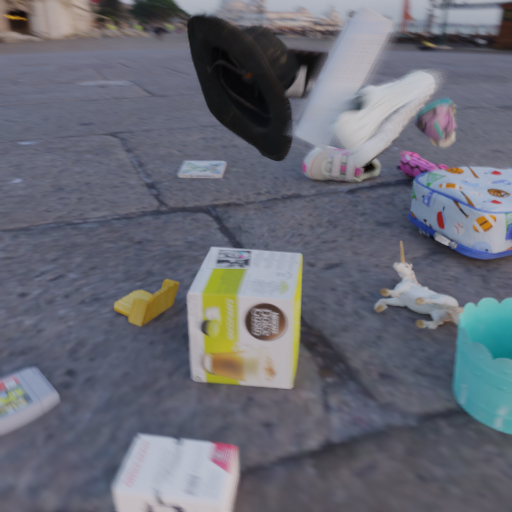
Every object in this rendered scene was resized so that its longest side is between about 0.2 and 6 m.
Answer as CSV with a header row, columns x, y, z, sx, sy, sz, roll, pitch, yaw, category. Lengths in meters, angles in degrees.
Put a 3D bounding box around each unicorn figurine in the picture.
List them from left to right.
x,y,z,sx,sy,sz,roll,pitch,yaw,category
2.324,0.570,8.187,1.196,0.643,1.741,-10,40,-42,unicorn figurine

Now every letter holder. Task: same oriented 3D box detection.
x,y,z,sx,sy,sz,roll,pitch,yaw,category
0.295,-3.700,11.219,1.828,0.919,1.299,-5,22,-26,letter holder

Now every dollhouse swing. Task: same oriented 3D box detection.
x,y,z,sx,sy,sz,roll,pitch,yaw,category
-1.628,0.570,8.124,0.634,0.655,0.721,34,37,17,dollhouse swing

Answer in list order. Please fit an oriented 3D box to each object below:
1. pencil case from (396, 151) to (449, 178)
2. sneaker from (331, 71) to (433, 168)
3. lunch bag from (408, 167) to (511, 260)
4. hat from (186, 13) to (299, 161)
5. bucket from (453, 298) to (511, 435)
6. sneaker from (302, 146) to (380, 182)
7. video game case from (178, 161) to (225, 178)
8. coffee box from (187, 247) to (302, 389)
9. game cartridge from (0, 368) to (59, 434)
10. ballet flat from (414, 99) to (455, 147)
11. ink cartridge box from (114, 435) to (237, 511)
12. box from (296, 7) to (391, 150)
x,y,z,sx,sy,sz,roll,pitch,yaw,category
4.074,-2.094,13.600,0.674,0.696,1.486,-36,30,-4,pencil case
1.590,-1.877,6.961,0.732,0.678,1.805,43,58,-1,sneaker
4.494,-0.824,10.444,3.026,1.143,2.425,-10,29,-22,lunch bag
0.010,-2.817,8.796,1.040,2.578,2.578,-43,41,-16,hat
2.944,1.221,6.268,1.490,0.969,1.490,0,26,0,bucket
2.159,-2.242,13.734,2.084,0.848,0.919,-10,25,-19,sneaker
-1.396,-2.259,14.601,1.097,0.132,1.203,1,26,2,video game case
-0.084,0.735,6.953,1.230,1.242,1.244,4,26,8,coffee box
-2.827,1.662,6.243,1.093,0.223,0.727,-21,36,-37,game cartridge
3.671,-2.634,11.303,0.862,0.887,2.493,-24,7,24,ballet flat
-0.706,2.069,5.118,0.965,0.407,0.698,3,26,7,ink cartridge box
1.176,-2.570,8.207,0.472,1.786,2.291,27,17,-3,box
